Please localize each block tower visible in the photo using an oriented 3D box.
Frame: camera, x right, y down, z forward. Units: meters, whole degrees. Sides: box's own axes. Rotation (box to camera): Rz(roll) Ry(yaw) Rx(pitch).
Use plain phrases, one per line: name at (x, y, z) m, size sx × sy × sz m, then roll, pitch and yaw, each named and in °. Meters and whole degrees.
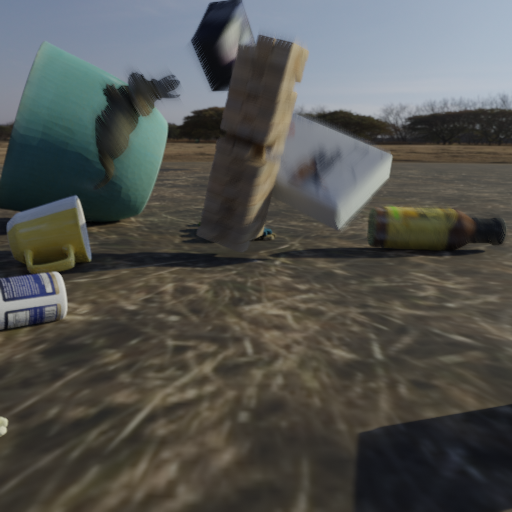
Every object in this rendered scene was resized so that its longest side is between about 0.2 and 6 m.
block tower at (-0.068, -1.599, 8.144) m, size 0.794 × 2.939 × 0.849 m, roll 21°, pitch 18°, yaw 17°

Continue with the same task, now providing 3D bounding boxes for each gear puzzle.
gear puzzle at (-0.467, -0.626, 10.739) m, size 1.243 × 0.314 × 2.399 m, roll -3°, pitch 12°, yaw -14°

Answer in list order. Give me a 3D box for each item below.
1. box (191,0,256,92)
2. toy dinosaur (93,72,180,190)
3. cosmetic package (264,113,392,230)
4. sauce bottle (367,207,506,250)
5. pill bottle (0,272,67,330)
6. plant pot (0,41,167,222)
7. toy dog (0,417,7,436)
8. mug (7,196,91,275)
box at (-0.440, -3.119, 8.350) m, size 0.572 × 0.921 × 0.929 m, roll 4°, pitch -33°, yaw 22°
toy dinosaur at (-2.199, -2.080, 8.843) m, size 0.888 × 2.308 × 1.180 m, roll 35°, pitch 10°, yaw -23°
cosmetic package at (0.920, -1.430, 9.045) m, size 2.005 × 0.518 × 1.512 m, roll 30°, pitch 56°, yaw 26°
sauce bottle at (2.842, -0.425, 8.891) m, size 2.075 × 0.671 × 0.671 m, roll 2°, pitch 12°, yaw 0°
pill bottle at (-2.247, 0.429, 5.213) m, size 0.844 × 0.469 × 0.469 m, roll -7°, pitch 14°, yaw -33°
plant pot at (-3.470, -2.230, 11.672) m, size 2.748 × 3.424 × 3.424 m, roll 17°, pitch 5°, yaw -21°
toy dog at (-1.580, 0.982, 3.128) m, size 0.334 × 0.240 × 0.344 m, roll -16°, pitch 16°, yaw -16°
mug at (-2.877, -0.284, 7.719) m, size 0.979 × 0.955 × 1.192 m, roll -11°, pitch 7°, yaw -12°
